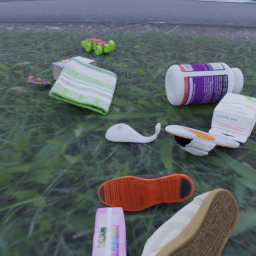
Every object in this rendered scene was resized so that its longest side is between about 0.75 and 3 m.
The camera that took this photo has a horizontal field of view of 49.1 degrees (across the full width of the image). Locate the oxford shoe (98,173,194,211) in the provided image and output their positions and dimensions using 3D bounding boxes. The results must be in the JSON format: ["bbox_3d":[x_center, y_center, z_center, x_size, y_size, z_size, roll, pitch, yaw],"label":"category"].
[{"bbox_3d":[0.374,1.362,6.137,2.026,0.721,0.735,-4,-2,5],"label":"oxford shoe"}]

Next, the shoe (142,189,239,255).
[{"bbox_3d":[0.884,2.096,4.633,2.991,1.046,0.798,-32,5,-40],"label":"shoe"}]

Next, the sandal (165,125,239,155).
[{"bbox_3d":[2.025,0.455,7.563,2.260,0.648,0.866,12,11,-20],"label":"sandal"}]

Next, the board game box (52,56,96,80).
[{"bbox_3d":[-2.395,-2.615,12.654,1.240,0.753,1.556,24,38,35],"label":"board game box"}]

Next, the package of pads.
[{"bbox_3d":[-0.282,2.078,4.515,0.531,0.846,1.403,-3,31,-1],"label":"package of pads"}]

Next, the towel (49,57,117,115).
[{"bbox_3d":[-1.551,-1.696,10.636,2.167,0.446,2.905,17,34,-7],"label":"towel"}]

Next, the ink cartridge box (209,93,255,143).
[{"bbox_3d":[3.432,-0.396,8.920,1.183,0.680,2.020,17,34,26],"label":"ink cartridge box"}]

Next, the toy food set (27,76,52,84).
[{"bbox_3d":[-3.669,-1.969,11.548,0.806,0.200,1.268,11,9,-4],"label":"toy food set"}]

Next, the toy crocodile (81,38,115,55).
[{"bbox_3d":[-1.799,-4.885,16.491,0.900,0.823,2.665,-24,38,-35],"label":"toy crocodile"}]

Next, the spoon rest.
[{"bbox_3d":[0.136,0.171,8.284,1.701,0.515,0.845,-2,26,23],"label":"spoon rest"}]

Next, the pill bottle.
[{"bbox_3d":[2.767,-1.622,10.264,2.580,1.451,1.451,-4,31,-9],"label":"pill bottle"}]
